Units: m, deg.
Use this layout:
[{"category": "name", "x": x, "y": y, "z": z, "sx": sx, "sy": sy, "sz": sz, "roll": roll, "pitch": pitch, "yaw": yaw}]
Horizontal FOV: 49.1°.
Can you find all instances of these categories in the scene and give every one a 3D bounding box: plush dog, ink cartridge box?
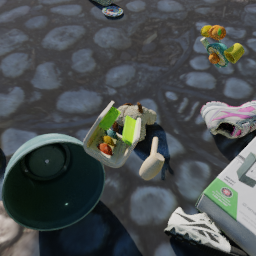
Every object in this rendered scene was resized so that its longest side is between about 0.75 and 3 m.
[{"category": "plush dog", "x": 0.059, "y": -0.337, "z": 8.697, "sx": 1.197, "sy": 1.118, "sz": 1.393, "roll": 7, "pitch": 48, "yaw": 36}, {"category": "ink cartridge box", "x": 3.205, "y": 1.605, "z": 7.030, "sx": 2.451, "sy": 1.030, "sz": 1.788, "roll": -38, "pitch": 61, "yaw": -26}]

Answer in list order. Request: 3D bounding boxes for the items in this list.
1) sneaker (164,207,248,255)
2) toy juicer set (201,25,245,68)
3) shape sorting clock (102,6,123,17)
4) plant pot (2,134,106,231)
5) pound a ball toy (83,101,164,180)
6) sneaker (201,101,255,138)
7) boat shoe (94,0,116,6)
[{"category": "sneaker", "x": 1.900, "y": 2.454, "z": 6.568, "sx": 1.921, "sy": 0.712, "sz": 0.850, "roll": 22, "pitch": 57, "yaw": 16}, {"category": "toy juicer set", "x": 1.981, "y": -1.844, "z": 6.552, "sx": 0.449, "sy": 1.649, "sz": 1.049, "roll": -41, "pitch": 92, "yaw": 3}, {"category": "shape sorting clock", "x": -0.726, "y": -5.518, "z": 13.206, "sx": 0.957, "sy": 0.188, "sz": 0.957, "roll": 0, "pitch": 52, "yaw": 0}, {"category": "plant pot", "x": -1.886, "y": 1.080, "z": 6.907, "sx": 2.296, "sy": 2.296, "sz": 1.539, "roll": -22, "pitch": 29, "yaw": -16}, {"category": "pound a ball toy", "x": -0.094, "y": 0.299, "z": 5.547, "sx": 1.352, "sy": 0.881, "sz": 2.073, "roll": 32, "pitch": 14, "yaw": -5}, {"category": "sneaker", "x": 3.456, "y": -0.149, "z": 8.555, "sx": 2.363, "sy": 0.961, "sz": 1.042, "roll": -1, "pitch": 52, "yaw": 10}, {"category": "boat shoe", "x": -1.488, "y": -6.768, "z": 13.902, "sx": 2.278, "sy": 0.795, "sz": 0.811, "roll": 40, "pitch": 52, "yaw": 22}]
